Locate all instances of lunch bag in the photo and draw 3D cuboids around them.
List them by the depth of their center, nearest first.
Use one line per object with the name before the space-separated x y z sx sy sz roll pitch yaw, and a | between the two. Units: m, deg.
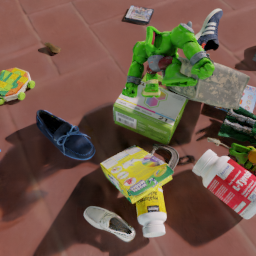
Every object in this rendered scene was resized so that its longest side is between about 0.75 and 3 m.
lunch bag | 2.579 -1.680 10.101 2.045 1.466 2.493 10 14 -28

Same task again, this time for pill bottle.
pill bottle | 0.674 2.366 8.282 0.851 0.851 1.529 -5 57 -3
pill bottle | 3.092 1.637 8.558 2.114 1.186 1.186 39 64 22

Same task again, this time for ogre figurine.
ogre figurine | 1.030 -1.960 8.184 1.438 2.931 1.757 4 80 -28

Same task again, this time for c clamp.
c clamp | 0.861 1.157 9.452 1.474 0.234 1.725 30 62 19

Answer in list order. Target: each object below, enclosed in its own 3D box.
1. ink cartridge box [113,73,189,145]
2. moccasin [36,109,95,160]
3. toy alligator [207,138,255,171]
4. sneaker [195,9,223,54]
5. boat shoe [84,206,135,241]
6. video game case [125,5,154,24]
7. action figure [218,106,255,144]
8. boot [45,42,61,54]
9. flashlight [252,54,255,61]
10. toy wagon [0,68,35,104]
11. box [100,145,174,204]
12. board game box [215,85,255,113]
ink cartridge box | 1.080 -1.171 10.450 2.200 1.127 2.976 23 60 14
moccasin | -2.300 0.239 9.667 2.574 0.878 1.036 27 61 17
toy alligator | 3.963 1.004 9.282 2.826 0.838 0.767 13 98 8
sneaker | 2.874 -3.168 9.606 0.843 0.748 1.995 31 82 22
boat shoe | -0.545 2.710 8.211 1.674 0.580 0.593 21 59 13
video game case | 0.590 -5.695 14.034 1.219 0.155 1.102 14 57 9
action figure | 4.602 0.085 9.822 2.436 0.666 1.439 24 78 12
boot | -3.437 -3.583 12.571 0.857 0.315 0.323 26 71 14
flashlight | 6.309 -2.860 11.887 1.844 0.624 0.627 24 60 17
toy wagon | -4.759 -1.588 11.174 1.521 0.388 1.960 20 59 13
box | 0.248 1.325 8.347 1.413 0.583 2.408 -27 20 -17
board game box | 4.235 -1.166 10.899 1.361 0.380 1.332 21 60 13
